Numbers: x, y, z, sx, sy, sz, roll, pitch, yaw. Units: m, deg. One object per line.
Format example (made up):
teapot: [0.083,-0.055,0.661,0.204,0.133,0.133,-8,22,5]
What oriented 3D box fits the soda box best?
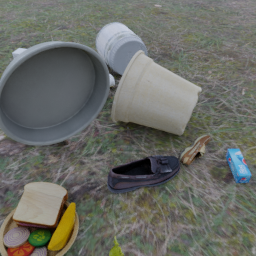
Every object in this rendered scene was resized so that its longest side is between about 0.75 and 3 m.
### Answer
soda box: [3.714,1.257,9.472,0.417,0.394,1.229,-1,41,-1]

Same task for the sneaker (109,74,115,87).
sneaker: [-1.553,-2.544,13.743,0.824,0.759,2.059,-30,48,-29]

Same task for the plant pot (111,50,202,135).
plant pot: [1.188,-1.081,10.700,2.680,2.928,2.928,24,44,10]

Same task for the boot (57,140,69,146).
boot: [-3.217,0.262,10.432,1.207,0.930,2.490,-38,44,-21]

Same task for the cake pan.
cake pan: [-1.847,-0.845,7.033,2.973,2.973,0.545,-23,51,-25]

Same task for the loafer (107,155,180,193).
loafer: [0.575,1.361,9.013,2.588,0.815,0.930,-15,42,-17]

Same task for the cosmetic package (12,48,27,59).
cosmetic package: [-5.732,-3.893,15.379,0.839,0.702,0.698,11,41,12]

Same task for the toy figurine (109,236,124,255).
toy figurine: [-0.402,3.511,6.490,0.972,0.856,1.623,-21,43,-15]

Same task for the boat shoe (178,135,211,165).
boat shoe: [2.450,0.825,9.924,1.518,0.574,0.561,-34,56,-23]

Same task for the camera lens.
camera lens: [-0.385,-4.116,14.556,2.086,2.086,2.608,-15,42,-18]

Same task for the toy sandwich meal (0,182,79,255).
toy sandwich meal: [-2.405,2.543,7.602,2.374,0.813,2.374,0,40,0]
